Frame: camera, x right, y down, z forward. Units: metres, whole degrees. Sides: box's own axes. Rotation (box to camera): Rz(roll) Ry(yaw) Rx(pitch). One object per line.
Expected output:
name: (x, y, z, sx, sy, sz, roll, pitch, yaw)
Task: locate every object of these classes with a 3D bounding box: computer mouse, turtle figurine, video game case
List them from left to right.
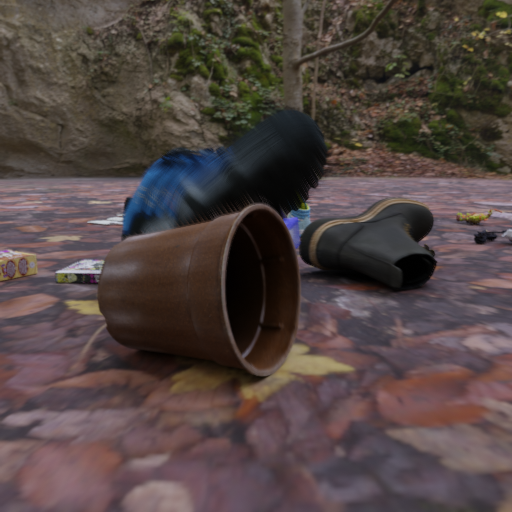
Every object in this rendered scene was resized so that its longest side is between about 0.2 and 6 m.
video game case: (-2.564, 0.250, 9.100, 0.990, 0.196, 1.092, 1, 10, 6)
turtle figurine: (6.263, -1.087, 15.962, 1.238, 0.399, 0.998, -11, 5, -13)
computer mouse: (5.759, -0.398, 12.316, 1.721, 0.378, 0.944, 0, 4, 34)

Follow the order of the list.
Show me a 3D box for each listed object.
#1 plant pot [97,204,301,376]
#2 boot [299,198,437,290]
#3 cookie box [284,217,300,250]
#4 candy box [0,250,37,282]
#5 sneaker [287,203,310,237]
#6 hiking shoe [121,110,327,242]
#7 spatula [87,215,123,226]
plant pot: (-0.571, 0.338, 5.377, 1.528, 1.543, 1.543, -3, 8, 27)
boot: (2.498, -0.124, 9.327, 2.978, 1.154, 2.060, -20, 25, -32)
cookie box: (-0.026, -0.188, 9.591, 1.246, 0.547, 1.457, -2, 18, 21)
candy box: (-4.258, 0.198, 8.931, 0.744, 0.360, 1.276, 7, 14, 31)
sneaker: (0.942, -0.984, 13.963, 0.548, 0.899, 1.377, -7, 12, -30)
hiking shoe: (-0.729, -0.814, 6.782, 1.346, 1.568, 3.617, 4, -28, -44)
spatula: (-3.442, -1.023, 16.214, 2.391, 0.192, 1.663, 6, 11, 29)
